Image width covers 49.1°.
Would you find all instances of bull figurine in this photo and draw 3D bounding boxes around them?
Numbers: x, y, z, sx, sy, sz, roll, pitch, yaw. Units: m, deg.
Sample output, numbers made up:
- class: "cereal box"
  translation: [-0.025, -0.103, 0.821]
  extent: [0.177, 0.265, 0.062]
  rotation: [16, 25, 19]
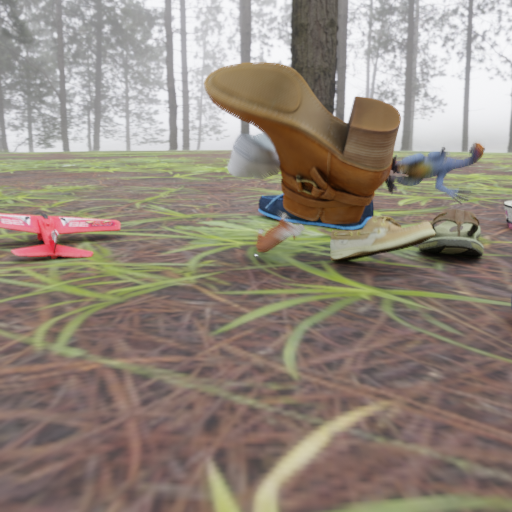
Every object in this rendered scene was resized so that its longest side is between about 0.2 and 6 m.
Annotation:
- class: "bull figurine"
  translation: [0.359, -0.369, 8.943]
  extent: [0.876, 0.285, 0.532]
  rotation: [-29, 29, 24]

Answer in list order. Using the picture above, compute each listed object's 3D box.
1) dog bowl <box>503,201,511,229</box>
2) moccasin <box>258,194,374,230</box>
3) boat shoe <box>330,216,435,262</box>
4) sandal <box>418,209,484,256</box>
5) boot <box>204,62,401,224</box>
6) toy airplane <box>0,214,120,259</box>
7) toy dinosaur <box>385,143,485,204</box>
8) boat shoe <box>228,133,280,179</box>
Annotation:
- class: "dog bowl"
  translation: [5.874, -0.803, 11.569]
  extent: [1.446, 0.533, 1.446]
  rotation: [0, 14, 0]
- class: "moccasin"
  translation: [1.335, -1.233, 12.356]
  extent: [2.918, 0.995, 1.174]
  rotation: [9, 16, 35]
- class: "boat shoe"
  translation: [1.807, -0.320, 8.369]
  extent: [1.688, 0.560, 0.625]
  rotation: [-14, -8, 36]
- class: "sandal"
  translation: [3.417, -0.486, 9.759]
  extent: [1.022, 0.734, 2.573]
  rotation: [5, 14, 19]
- class: "boot"
  translation: [0.562, -1.541, 8.179]
  extent: [2.789, 2.165, 1.069]
  rotation: [13, 57, 3]
- class: "toy airplane"
  translation: [-3.616, -0.387, 9.838]
  extent: [2.749, 0.506, 2.749]
  rotation: [7, 10, -1]
- class: "toy dinosaur"
  translation: [2.546, -1.404, 8.152]
  extent: [1.334, 0.772, 1.470]
  rotation: [-20, 42, -16]
- class: "boat shoe"
  translation: [0.064, -1.501, 8.634]
  extent: [0.662, 0.601, 1.801]
  rotation: [41, 22, 20]
